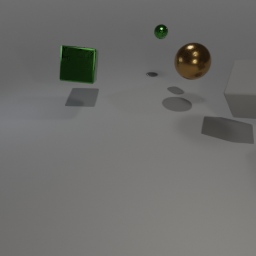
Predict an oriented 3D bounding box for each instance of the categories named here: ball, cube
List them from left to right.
[{"bbox_3d":[-2.048,-2.693,11.913,1.400,1.400,1.400,5,13,-3],"label":"cube"},{"bbox_3d":[1.639,-4.766,13.876,0.700,0.700,0.700,0,31,0],"label":"ball"},{"bbox_3d":[2.487,-2.561,10.781,1.400,1.400,1.400,0,31,0],"label":"ball"},{"bbox_3d":[4.127,-1.240,9.098,1.400,1.400,1.400,7,63,38],"label":"cube"}]
